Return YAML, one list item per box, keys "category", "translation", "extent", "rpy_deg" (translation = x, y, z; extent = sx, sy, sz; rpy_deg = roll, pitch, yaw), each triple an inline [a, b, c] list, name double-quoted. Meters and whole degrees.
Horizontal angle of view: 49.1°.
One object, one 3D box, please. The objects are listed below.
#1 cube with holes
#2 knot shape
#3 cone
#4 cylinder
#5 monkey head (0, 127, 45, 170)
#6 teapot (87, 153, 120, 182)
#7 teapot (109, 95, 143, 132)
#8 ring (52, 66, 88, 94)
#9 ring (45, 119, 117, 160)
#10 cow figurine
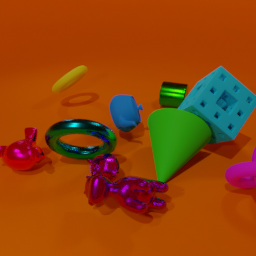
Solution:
- category: "cube with holes"
  translation: [2.196, -0.511, 7.157]
  extent: [1.268, 1.268, 1.268]
  rpy_deg: [39, 76, -4]
- category: "knot shape"
  translation: [2.799, 0.733, 5.345]
  extent: [1.760, 0.813, 1.647]
  rpy_deg: [-35, -4, 8]
- category: "cone"
  translation: [0.979, 0.666, 6.602]
  extent: [1.616, 1.616, 1.622]
  rpy_deg: [12, 58, 20]
- category: "cylinder"
  translation: [1.606, -1.152, 9.783]
  extent: [0.868, 0.868, 0.868]
  rpy_deg: [10, 31, 17]
- category: "monkey head"
  translation: [-2.486, 0.480, 6.621]
  extent: [1.409, 1.013, 0.849]
  rpy_deg: [1, -1, 21]
- category: "teapot"
  translation: [-0.523, 0.895, 6.209]
  extent: [1.112, 0.691, 0.544]
  rpy_deg: [18, -3, 43]
- category: "teapot"
  translation: [0.000, -0.427, 7.818]
  extent: [0.850, 1.080, 1.737]
  rpy_deg: [-18, 29, 12]
- category: "ring"
  translation: [-2.024, -1.675, 9.778]
  extent: [1.455, 0.291, 1.455]
  rpy_deg: [-36, 7, 5]
- category: "ring"
  translation: [-1.079, 0.301, 6.522]
  extent: [1.669, 1.669, 0.334]
  rpy_deg: [0, 60, 0]
- category: "cow figurine"
  translation: [-0.091, 1.220, 5.445]
  extent: [1.378, 0.769, 1.401]
  rpy_deg: [3, -8, 41]
